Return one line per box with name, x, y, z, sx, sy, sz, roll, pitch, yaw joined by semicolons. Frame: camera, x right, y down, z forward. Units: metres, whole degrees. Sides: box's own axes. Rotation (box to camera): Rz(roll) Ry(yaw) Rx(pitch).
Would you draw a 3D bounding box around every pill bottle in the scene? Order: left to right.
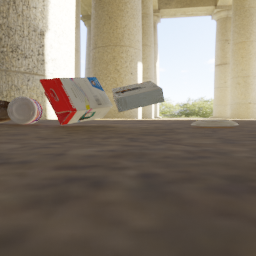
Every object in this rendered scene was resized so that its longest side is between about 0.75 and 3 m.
pill bottle;-4.173;-0.711;11.673;1.097;1.097;1.970;0;2;-7

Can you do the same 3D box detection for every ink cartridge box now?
ink cartridge box;-1.938;-1.006;10.046;2.518;1.463;0.847;-12;-25;-47

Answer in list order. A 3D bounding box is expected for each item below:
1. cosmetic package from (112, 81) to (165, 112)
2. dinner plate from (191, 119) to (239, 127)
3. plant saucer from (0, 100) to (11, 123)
cosmetic package;0.269;-1.097;9.286;1.462;0.501;1.939;-11;18;-4
dinner plate;2.547;-0.161;8.265;1.365;0.165;1.365;-1;6;0
plant saucer;-6.122;-0.717;12.517;2.495;0.400;2.495;9;21;-3
